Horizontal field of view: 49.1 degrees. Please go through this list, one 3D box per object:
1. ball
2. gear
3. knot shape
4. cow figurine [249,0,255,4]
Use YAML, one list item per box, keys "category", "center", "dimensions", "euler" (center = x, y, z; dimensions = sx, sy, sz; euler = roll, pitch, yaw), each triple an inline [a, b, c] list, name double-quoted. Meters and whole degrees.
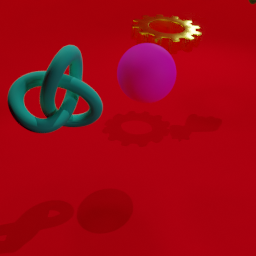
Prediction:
- category: "ball"
  center: [0.328, -0.961, 4.965]
  dimensions: [1.040, 1.040, 1.040]
  euler: [0, 33, 0]
- category: "gear"
  center: [1.002, -2.543, 7.473]
  dimensions: [1.828, 0.338, 1.828]
  euler: [3, 40, -3]
- category: "knot shape"
  center: [-1.094, -0.652, 4.656]
  dimensions: [1.552, 1.453, 0.717]
  euler: [6, 17, -42]
- category: "cow figurine"
  center: [3.092, -3.928, 7.161]
  dimensions: [0.794, 1.446, 1.423]
  euler: [-33, -2, 27]
